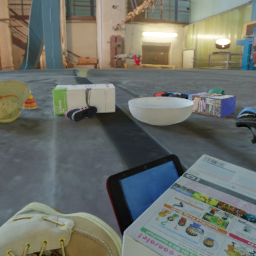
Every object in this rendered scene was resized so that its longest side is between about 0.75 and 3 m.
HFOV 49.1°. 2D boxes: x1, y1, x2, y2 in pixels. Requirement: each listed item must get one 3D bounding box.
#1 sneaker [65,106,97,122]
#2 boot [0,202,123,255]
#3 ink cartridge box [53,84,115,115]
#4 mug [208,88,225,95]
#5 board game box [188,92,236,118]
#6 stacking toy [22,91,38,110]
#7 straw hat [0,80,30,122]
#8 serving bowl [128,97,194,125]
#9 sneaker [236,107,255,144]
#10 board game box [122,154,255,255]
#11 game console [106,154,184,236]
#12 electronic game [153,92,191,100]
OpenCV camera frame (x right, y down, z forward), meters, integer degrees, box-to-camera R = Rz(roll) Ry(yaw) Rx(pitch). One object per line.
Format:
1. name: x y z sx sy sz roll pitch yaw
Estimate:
1. sneaker: -1.972 -0.688 11.901 0.667 0.570 1.626 16 17 28
2. boot: -1.165 1.601 3.429 1.949 0.702 1.507 4 14 33
3. ink cartridge box: -2.079 -1.451 13.629 2.817 1.183 2.049 -3 15 -6
4. mug: 4.487 -1.559 14.493 0.714 0.949 1.155 13 19 31
5. board game box: 3.920 -1.123 13.140 1.372 0.834 1.721 -14 20 -41
6. stacking toy: -4.956 -1.452 14.067 0.725 0.992 0.725 0 15 0
7. straw hat: -4.990 -0.802 11.423 2.449 2.449 1.037 -15 64 -44
8. serving bowl: 1.329 -0.651 11.363 2.630 0.865 2.630 0 15 0
9. sneaker: 3.957 0.236 7.890 2.033 0.842 0.721 42 5 31
10. board game box: 1.357 1.368 3.574 1.862 0.811 2.524 19 23 30
11. game console: 0.717 1.209 4.255 1.673 0.993 1.441 -13 21 -39
12. electronic game: 2.752 -1.653 15.379 2.731 0.568 2.731 3 18 -1
